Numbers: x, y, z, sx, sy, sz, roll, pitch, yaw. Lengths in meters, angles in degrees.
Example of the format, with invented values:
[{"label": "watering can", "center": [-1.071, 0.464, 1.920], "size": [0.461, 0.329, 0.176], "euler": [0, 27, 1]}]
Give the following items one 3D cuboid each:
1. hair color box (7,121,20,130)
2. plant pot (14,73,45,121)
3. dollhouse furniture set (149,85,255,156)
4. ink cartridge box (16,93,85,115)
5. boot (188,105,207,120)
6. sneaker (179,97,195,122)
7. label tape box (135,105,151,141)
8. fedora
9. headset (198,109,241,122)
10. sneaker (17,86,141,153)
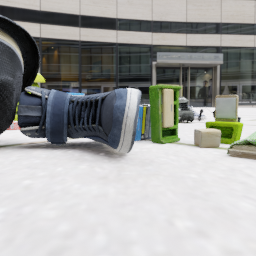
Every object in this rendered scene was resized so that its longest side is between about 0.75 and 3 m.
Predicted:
[{"label": "hair color box", "center": [-3.252, -0.085, 8.387], "size": [0.432, 0.249, 0.779], "euler": [5, 6, 43]}, {"label": "plant pot", "center": [-4.050, -1.110, 9.490], "size": [1.975, 1.792, 1.965], "euler": [16, 15, 34]}, {"label": "dollhouse furniture set", "center": [1.758, -0.205, 4.771], "size": [2.914, 1.125, 1.457], "euler": [5, 7, 43]}, {"label": "ink cartridge box", "center": [-3.692, -0.974, 12.752], "size": [2.902, 1.222, 2.098], "euler": [4, 7, 39]}, {"label": "boot", "center": [2.935, -0.721, 13.021], "size": [1.513, 0.683, 0.550], "euler": [4, 6, 38]}, {"label": "sneaker", "center": [2.230, -0.786, 11.670], "size": [0.774, 1.054, 2.330], "euler": [-1, 5, 0]}, {"label": "label tape box", "center": [0.365, -0.132, 6.047], "size": [0.321, 0.732, 1.014], "euler": [11, 11, 40]}, {"label": "fedora", "center": [-2.623, -0.568, 4.757], "size": [2.707, 1.236, 2.707], "euler": [-23, -25, -11]}, {"label": "headset", "center": [3.762, -0.436, 11.538], "size": [1.650, 0.775, 1.019], "euler": [16, 11, 10]}, {"label": "sneaker", "center": [-0.875, -0.190, 4.486], "size": [1.841, 0.969, 2.548], "euler": [10, -7, -13]}]
